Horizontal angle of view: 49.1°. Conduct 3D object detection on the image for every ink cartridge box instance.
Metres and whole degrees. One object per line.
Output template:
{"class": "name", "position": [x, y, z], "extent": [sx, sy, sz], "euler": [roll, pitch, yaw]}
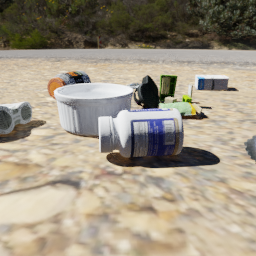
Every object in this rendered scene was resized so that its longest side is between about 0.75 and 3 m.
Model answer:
{"class": "ink cartridge box", "position": [3.676, -2.022, 12.383], "extent": [1.299, 0.548, 0.948], "euler": [2, 19, 7]}

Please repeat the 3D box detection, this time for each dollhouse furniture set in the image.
{"class": "dollhouse furniture set", "position": [1.521, -1.075, 8.894], "extent": [1.185, 0.915, 2.371], "euler": [3, 19, -3]}

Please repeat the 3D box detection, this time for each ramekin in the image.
{"class": "ramekin", "position": [-0.854, -0.527, 7.282], "extent": [2.003, 0.977, 2.003], "euler": [0, 19, 0]}

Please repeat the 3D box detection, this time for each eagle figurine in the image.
{"class": "eagle figurine", "position": [3.192, 0.324, 5.122], "extent": [1.211, 1.205, 1.597], "euler": [34, -34, -26]}

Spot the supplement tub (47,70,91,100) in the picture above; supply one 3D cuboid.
{"class": "supplement tub", "position": [-2.163, -1.570, 10.379], "extent": [0.985, 0.985, 1.608], "euler": [8, 20, 23]}

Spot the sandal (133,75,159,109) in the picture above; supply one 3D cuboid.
{"class": "sandal", "position": [0.602, -1.097, 9.414], "extent": [0.595, 0.935, 2.486], "euler": [-34, 12, 21]}

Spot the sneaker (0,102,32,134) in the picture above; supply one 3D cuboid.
{"class": "sneaker", "position": [-3.276, -0.244, 7.111], "extent": [0.919, 0.721, 1.850], "euler": [-2, 9, 14]}

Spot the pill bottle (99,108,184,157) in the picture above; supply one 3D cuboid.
{"class": "pill bottle", "position": [0.219, 0.101, 5.488], "extent": [1.557, 0.932, 0.932], "euler": [-2, 19, -6]}

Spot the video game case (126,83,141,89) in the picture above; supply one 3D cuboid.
{"class": "video game case", "position": [0.447, -1.907, 12.748], "extent": [0.882, 0.113, 0.970], "euler": [9, 21, 23]}
